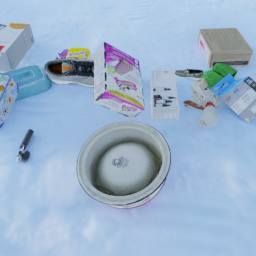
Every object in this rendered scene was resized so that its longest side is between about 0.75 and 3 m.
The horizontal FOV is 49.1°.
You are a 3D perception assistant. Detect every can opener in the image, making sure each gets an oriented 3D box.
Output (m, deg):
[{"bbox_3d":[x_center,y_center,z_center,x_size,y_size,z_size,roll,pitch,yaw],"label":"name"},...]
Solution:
[{"bbox_3d":[-3.353,0.607,9.199,0.431,0.342,1.298,27,42,-23],"label":"can opener"}]

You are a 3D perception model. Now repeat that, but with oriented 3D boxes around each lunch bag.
[{"bbox_3d":[-5.062,-1.044,10.049,1.772,0.836,2.212,9,66,12],"label":"lunch bag"}]

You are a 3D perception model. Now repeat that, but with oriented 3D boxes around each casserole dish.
[{"bbox_3d":[-4.436,-1.855,11.406,2.737,0.531,1.658,-21,51,-20],"label":"casserole dish"}]

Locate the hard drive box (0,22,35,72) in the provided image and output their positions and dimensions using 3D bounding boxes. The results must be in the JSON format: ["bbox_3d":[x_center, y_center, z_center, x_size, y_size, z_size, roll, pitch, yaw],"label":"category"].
[{"bbox_3d":[-5.860,-3.794,12.937,2.084,1.027,2.674,4,46,5],"label":"hard drive box"}]

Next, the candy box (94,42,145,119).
[{"bbox_3d":[-0.299,-1.518,8.814,1.484,0.664,2.176,21,48,-32],"label":"candy box"}]

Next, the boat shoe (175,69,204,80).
[{"bbox_3d":[2.603,-2.362,11.998,1.240,0.371,0.443,8,46,8],"label":"boat shoe"}]

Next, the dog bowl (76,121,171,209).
[{"bbox_3d":[-0.066,1.098,7.926,2.608,0.961,2.608,-6,53,9],"label":"dog bowl"}]

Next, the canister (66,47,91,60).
[{"bbox_3d":[-2.252,-2.955,12.432,1.036,0.604,1.395,2,47,2],"label":"canister"}]

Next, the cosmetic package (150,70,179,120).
[{"bbox_3d":[1.390,-1.352,10.853,0.988,0.606,2.394,2,46,1],"label":"cosmetic package"}]

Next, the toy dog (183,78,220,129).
[{"bbox_3d":[2.474,-0.767,9.842,1.604,1.171,2.432,58,27,0],"label":"toy dog"}]

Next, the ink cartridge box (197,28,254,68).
[{"bbox_3d":[4.437,-3.772,13.035,1.862,0.849,2.260,-3,46,-2],"label":"ink cartridge box"}]

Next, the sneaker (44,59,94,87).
[{"bbox_3d":[-1.934,-2.237,11.136,2.879,1.141,1.064,0,86,5],"label":"sneaker"}]

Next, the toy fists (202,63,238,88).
[{"bbox_3d":[3.731,-2.143,11.646,0.910,0.614,1.786,39,55,23],"label":"toy fists"}]

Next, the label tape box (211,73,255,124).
[{"bbox_3d":[4.240,-1.257,10.358,1.346,0.621,1.879,-36,78,-30],"label":"label tape box"}]

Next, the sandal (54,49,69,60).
[{"bbox_3d":[-3.077,-3.343,12.982,0.553,0.334,1.359,7,46,7],"label":"sandal"}]
